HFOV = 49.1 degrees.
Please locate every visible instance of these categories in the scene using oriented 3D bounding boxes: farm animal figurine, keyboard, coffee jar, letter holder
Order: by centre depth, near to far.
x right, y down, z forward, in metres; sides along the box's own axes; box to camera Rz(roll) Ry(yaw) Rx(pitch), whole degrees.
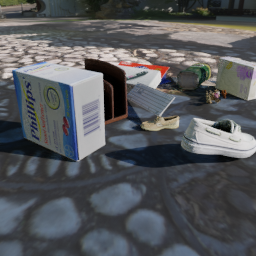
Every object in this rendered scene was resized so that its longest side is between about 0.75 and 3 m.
[{"bbox_3d":[-1.314,-1.439,10.133,1.298,1.835,2.582,-20,33,-35],"label":"letter holder"},{"bbox_3d":[0.724,-1.149,10.483,0.159,0.839,2.982,34,3,-29],"label":"keyboard"},{"bbox_3d":[3.452,-1.214,11.287,0.959,0.500,0.949,-15,17,-13],"label":"farm animal figurine"},{"bbox_3d":[3.230,-2.516,13.395,1.096,0.897,2.101,9,27,32],"label":"coffee jar"}]

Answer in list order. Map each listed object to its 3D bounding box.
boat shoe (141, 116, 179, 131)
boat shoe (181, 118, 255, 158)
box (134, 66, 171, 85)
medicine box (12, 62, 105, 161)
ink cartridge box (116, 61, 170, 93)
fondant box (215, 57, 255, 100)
[{"bbox_3d":[1.053,-0.192,9.197,1.277,0.415,0.461,-4,26,-7],"label":"boat shoe"},{"bbox_3d":[2.575,0.208,7.291,2.593,0.866,0.954,1,25,-34],"label":"boat shoe"},{"bbox_3d":[0.697,-2.774,14.471,1.735,0.464,2.865,-18,32,-32],"label":"box"},{"bbox_3d":[-1.918,-0.550,7.924,2.372,2.160,1.221,17,31,31],"label":"medicine box"},{"bbox_3d":[0.228,-2.581,13.098,2.813,0.612,2.441,14,49,26],"label":"ink cartridge box"},{"bbox_3d":[4.743,-2.185,12.147,0.569,1.410,1.955,-13,29,-25],"label":"fondant box"}]
